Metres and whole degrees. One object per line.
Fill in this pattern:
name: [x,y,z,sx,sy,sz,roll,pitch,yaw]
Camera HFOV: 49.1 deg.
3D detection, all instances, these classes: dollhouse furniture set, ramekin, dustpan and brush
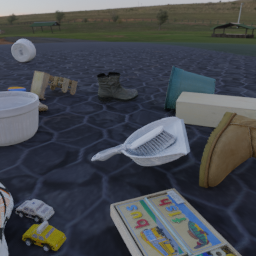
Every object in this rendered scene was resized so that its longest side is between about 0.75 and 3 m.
dollhouse furniture set: [-3.793,-1.983,13.981,1.643,1.245,1.875,15,4,34]
ramekin: [-4.007,-0.324,9.005,2.330,1.223,2.330,0,21,0]
ramekin: [-9.224,-6.750,24.614,1.955,1.955,0.953,2,28,6]
dustpan and brush: [0.216,0.471,7.025,2.452,0.702,1.711,-30,23,19]

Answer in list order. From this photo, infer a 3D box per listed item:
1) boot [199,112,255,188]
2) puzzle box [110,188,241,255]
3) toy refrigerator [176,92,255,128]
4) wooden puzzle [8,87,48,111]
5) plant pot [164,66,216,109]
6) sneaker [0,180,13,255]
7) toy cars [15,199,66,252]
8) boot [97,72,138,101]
boot: [3.345,0.620,6.187,2.965,0.981,2.597,14,48,31]
puzzle box: [0.715,1.842,4.742,1.456,0.278,2.188,-9,23,-21]
toy refrigerator: [3.193,-0.579,10.090,2.752,0.963,1.045,8,30,21]
wooden puzzle: [-5.143,-1.214,11.765,2.685,0.671,2.899,-10,22,-35]
plant pot: [2.552,-1.504,11.536,1.789,1.827,1.827,12,23,8]
sneaker: [-2.610,1.331,4.931,1.048,1.137,2.843,-12,23,-24]
toy cars: [-1.632,1.669,5.114,0.677,0.334,1.510,-11,24,-26]
boot: [-0.430,-1.903,12.723,1.999,1.306,0.677,-5,38,-16]
